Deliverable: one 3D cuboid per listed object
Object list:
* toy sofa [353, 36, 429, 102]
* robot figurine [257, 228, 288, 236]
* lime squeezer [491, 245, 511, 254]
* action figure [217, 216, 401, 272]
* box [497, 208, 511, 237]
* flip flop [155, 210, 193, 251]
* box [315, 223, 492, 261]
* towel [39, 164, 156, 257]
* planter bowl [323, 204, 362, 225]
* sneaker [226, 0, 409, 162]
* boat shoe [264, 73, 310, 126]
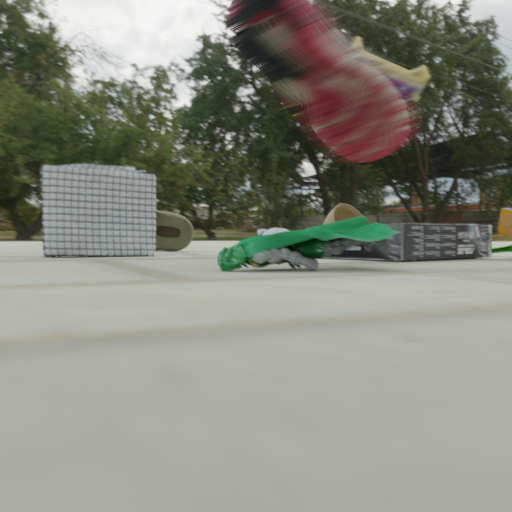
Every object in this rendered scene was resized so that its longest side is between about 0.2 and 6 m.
[{"bbox_3d":[2.325,-3.322,10.247,1.494,0.729,0.619,21,38,-8],"label":"toy sofa"},{"bbox_3d":[0.382,-0.216,9.804,0.809,0.539,0.954,33,10,12],"label":"robot figurine"},{"bbox_3d":[4.649,-0.069,9.941,0.768,0.410,2.175,-30,0,6],"label":"lime squeezer"},{"bbox_3d":[0.499,-0.089,6.349,1.942,0.531,1.147,-8,5,-14],"label":"action figure"},{"bbox_3d":[5.191,-0.334,8.636,1.475,0.514,2.478,-1,12,-18],"label":"box"},{"bbox_3d":[-2.994,-0.585,13.830,3.234,1.311,0.931,5,14,-30],"label":"flip flop"},{"bbox_3d":[2.567,-0.256,9.768,2.454,0.611,1.935,-1,2,-37],"label":"box"},{"bbox_3d":[-3.015,-0.838,10.774,2.117,1.753,0.906,-1,-2,-27],"label":"towel"},{"bbox_3d":[2.314,-0.650,15.232,1.286,1.286,0.865,-2,-26,-38],"label":"planter bowl"},{"bbox_3d":[1.061,-2.759,8.190,1.324,3.283,1.226,-34,24,30],"label":"sneaker"},{"bbox_3d":[0.585,-3.447,10.485,0.957,1.117,3.053,12,-17,44],"label":"boat shoe"}]
